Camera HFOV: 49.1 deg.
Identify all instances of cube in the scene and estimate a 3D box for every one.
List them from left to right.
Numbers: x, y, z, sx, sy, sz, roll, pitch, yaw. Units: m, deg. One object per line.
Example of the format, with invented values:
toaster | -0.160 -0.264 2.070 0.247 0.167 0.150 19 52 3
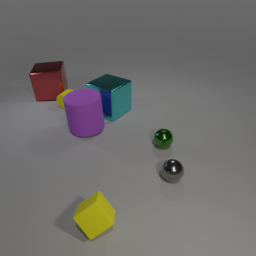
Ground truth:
cube | -3.736 -2.260 13.398 1.400 1.400 1.400 -6 34 -2
cube | -0.803 2.103 6.817 0.700 0.700 0.700 -35 8 5
cube | -0.796 -1.342 12.039 1.400 1.400 1.400 20 38 29

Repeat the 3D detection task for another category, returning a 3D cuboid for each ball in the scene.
ball | 1.263 0.366 9.979 0.700 0.700 0.700 0 32 0
ball | 1.356 1.291 8.520 0.700 0.700 0.700 0 32 0

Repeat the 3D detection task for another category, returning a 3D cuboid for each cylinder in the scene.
cylinder | -2.739 -1.312 12.646 0.700 0.700 0.700 11 34 17
cylinder | -1.674 -0.606 10.771 1.400 1.400 1.400 -3 33 2
